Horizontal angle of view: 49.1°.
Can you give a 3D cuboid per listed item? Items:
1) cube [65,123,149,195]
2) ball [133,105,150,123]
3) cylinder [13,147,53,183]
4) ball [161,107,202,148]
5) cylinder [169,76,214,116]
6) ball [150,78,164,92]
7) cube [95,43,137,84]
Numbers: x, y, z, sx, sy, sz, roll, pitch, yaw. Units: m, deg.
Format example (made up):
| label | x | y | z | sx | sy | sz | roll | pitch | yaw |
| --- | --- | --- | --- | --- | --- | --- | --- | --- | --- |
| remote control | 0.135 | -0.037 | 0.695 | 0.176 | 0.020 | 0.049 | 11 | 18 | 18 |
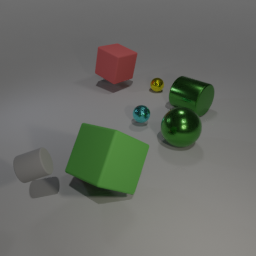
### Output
| label | x | y | z | sx | sy | sz | roll | pitch | yaw |
| --- | --- | --- | --- | --- | --- | --- | --- | --- | --- |
| cube | -0.537 | 0.808 | 7.438 | 1.400 | 1.400 | 1.400 | 11 | -10 | 43 |
| ball | 0.527 | -0.550 | 10.950 | 0.700 | 0.700 | 0.700 | 0 | 31 | 0 |
| cylinder | -2.296 | 0.906 | 6.839 | 0.700 | 0.700 | 0.700 | -19 | 31 | 4 |
| ball | 1.830 | -0.028 | 9.668 | 1.400 | 1.400 | 1.400 | 0 | 31 | 0 |
| cylinder | 2.697 | -1.366 | 11.901 | 1.400 | 1.400 | 1.400 | -27 | 40 | -37 |
| ball | 1.449 | -2.149 | 13.911 | 0.700 | 0.700 | 0.700 | 0 | 31 | 0 |
| cube | -0.597 | -3.186 | 13.781 | 1.400 | 1.400 | 1.400 | 34 | 39 | 28 |
